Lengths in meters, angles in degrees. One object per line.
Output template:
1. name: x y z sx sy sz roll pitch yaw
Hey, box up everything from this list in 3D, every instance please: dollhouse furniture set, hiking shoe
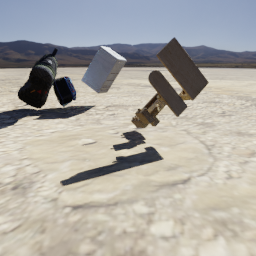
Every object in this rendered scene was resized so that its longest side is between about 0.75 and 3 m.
1. dollhouse furniture set: 0.697 -1.103 7.601 1.731 1.483 1.821 -47 18 -15
2. hiking shoe: -3.331 -1.834 10.908 1.132 1.505 2.989 34 -34 -20

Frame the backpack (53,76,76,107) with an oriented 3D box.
1. backpack: -2.617 -1.442 11.577 0.788 1.070 1.172 -22 -13 -16

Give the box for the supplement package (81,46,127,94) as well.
1. supplement package: -1.048 -2.504 12.204 1.023 1.750 1.026 38 20 10
